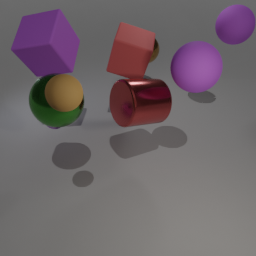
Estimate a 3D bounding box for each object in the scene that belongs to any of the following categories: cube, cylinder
[{"bbox_3d":[-2.556,-2.658,8.931,1.400,1.400,1.400,-3,63,18],"label":"cube"},{"bbox_3d":[0.367,-0.786,8.519,1.400,1.400,1.400,-8,32,-33],"label":"cylinder"},{"bbox_3d":[0.114,-2.844,10.501,1.400,1.400,1.400,16,45,-5],"label":"cube"}]

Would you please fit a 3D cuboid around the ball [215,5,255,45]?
[{"bbox_3d":[3.981,-3.830,10.421,1.400,1.400,1.400,0,33,0],"label":"ball"}]

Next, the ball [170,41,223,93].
[{"bbox_3d":[1.883,-1.680,7.753,1.400,1.400,1.400,0,33,0],"label":"ball"}]

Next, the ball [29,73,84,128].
[{"bbox_3d":[-1.839,-0.710,7.271,1.400,1.400,1.400,0,33,0],"label":"ball"}]

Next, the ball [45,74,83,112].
[{"bbox_3d":[-1.192,-0.653,5.235,0.700,0.700,0.700,0,33,0],"label":"ball"}]

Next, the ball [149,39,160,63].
[{"bbox_3d":[0.862,-3.906,13.893,1.400,1.400,1.400,0,33,0],"label":"ball"}]

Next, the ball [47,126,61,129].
[{"bbox_3d":[-2.260,-0.313,8.654,0.700,0.700,0.700,0,33,0],"label":"ball"}]
